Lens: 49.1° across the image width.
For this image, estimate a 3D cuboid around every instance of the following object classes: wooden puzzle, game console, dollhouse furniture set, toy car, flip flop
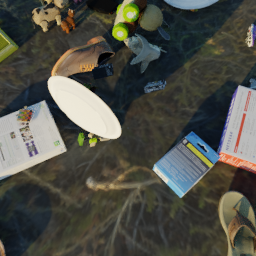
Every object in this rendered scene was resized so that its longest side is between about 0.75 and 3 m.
[{"bbox_3d":[-3.519,-0.416,9.548,0.448,0.053,0.755,5,63,1],"label":"wooden puzzle"},{"bbox_3d":[-0.846,-6.033,12.792,1.300,0.266,2.204,27,66,13],"label":"game console"},{"bbox_3d":[-1.153,0.329,9.656,1.064,0.411,0.532,-10,55,-26],"label":"dollhouse furniture set"},{"bbox_3d":[0.707,-4.376,11.478,2.263,1.786,1.859,20,50,-17],"label":"toy car"},{"bbox_3d":[3.226,3.080,7.933,1.067,0.758,2.632,4,63,2],"label":"flip flop"}]

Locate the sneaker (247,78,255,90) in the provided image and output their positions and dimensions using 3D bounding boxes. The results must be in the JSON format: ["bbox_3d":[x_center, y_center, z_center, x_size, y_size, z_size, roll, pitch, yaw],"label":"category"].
[{"bbox_3d":[4.643,-1.611,10.561,0.939,0.352,0.542,-15,59,-19],"label":"sneaker"}]

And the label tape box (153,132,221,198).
[{"bbox_3d":[1.881,1.149,9.015,1.777,0.587,1.273,-39,70,-20],"label":"label tape box"}]

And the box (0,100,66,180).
[{"bbox_3d":[-3.741,0.440,9.424,2.789,0.507,2.013,-23,65,-12],"label":"box"}]

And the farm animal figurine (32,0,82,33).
[{"bbox_3d":[-3.032,-5.360,11.909,1.968,1.225,2.437,0,63,0],"label":"farm animal figurine"}]

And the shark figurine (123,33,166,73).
[{"bbox_3d":[0.659,-2.632,10.459,1.768,2.959,1.235,20,107,-15],"label":"shark figurine"}]

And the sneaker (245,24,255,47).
[{"bbox_3d":[5.221,-3.840,11.594,0.490,0.473,1.173,20,64,4],"label":"sneaker"}]

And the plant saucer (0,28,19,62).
[{"bbox_3d":[-5.314,-3.348,11.061,1.365,0.327,1.367,46,68,-10],"label":"plant saucer"}]

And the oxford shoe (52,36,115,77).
[{"bbox_3d":[-1.679,-2.547,10.695,2.627,0.937,0.958,-39,74,-18],"label":"oxford shoe"}]

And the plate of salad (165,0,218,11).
[{"bbox_3d":[2.955,-6.325,12.699,2.979,0.716,2.979,-5,62,9],"label":"plate of salad"}]

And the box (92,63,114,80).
[{"bbox_3d":[-0.801,-1.837,9.035,0.636,0.901,0.355,-10,107,2],"label":"box"}]

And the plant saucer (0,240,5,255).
[{"bbox_3d":[-4.309,3.811,7.823,1.837,0.316,1.837,0,62,0],"label":"plant saucer"}]

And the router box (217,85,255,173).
[{"bbox_3d":[4.571,0.157,9.439,2.502,0.681,2.788,20,65,10],"label":"router box"}]

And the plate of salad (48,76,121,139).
[{"bbox_3d":[-1.257,-0.639,8.469,2.663,2.663,0.640,30,65,14],"label":"plate of salad"}]

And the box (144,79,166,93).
[{"bbox_3d":[0.996,-1.517,10.148,0.683,0.215,0.866,-8,19,17],"label":"box"}]
